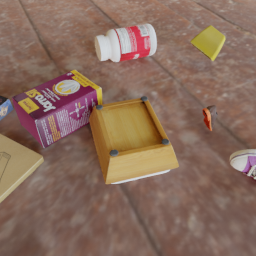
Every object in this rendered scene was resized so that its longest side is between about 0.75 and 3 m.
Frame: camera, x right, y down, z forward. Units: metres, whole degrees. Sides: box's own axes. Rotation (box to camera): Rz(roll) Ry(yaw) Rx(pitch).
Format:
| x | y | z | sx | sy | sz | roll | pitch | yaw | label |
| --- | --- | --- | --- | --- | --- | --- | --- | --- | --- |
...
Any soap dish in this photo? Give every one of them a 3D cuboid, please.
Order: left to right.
| x | y | z | sx | sy | sz | roll | pitch | yaw | label |
| --- | --- | --- | --- | --- | --- | --- | --- | --- | --- |
| 0.054 | 0.188 | 6.686 | 1.694 | 0.874 | 2.153 | -11 | 44 | -11 | soap dish |

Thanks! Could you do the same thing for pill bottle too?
| x | y | z | sx | sy | sz | roll | pitch | yaw | label |
| --- | --- | --- | --- | --- | --- | --- | --- | --- | --- |
| -0.097 | -2.910 | 9.702 | 1.963 | 1.102 | 1.102 | -14 | 46 | -13 | pill bottle |

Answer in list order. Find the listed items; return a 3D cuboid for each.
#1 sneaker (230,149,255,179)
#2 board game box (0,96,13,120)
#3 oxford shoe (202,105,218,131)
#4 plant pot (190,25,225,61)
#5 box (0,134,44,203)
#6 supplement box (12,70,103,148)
| x | y | z | sx | sy | sz | roll | pitch | yaw | label |
| --- | --- | --- | --- | --- | --- | --- | --- | --- | --- |
| 3.067 | 1.109 | 5.923 | 1.829 | 0.663 | 1.043 | 14 | 49 | 14 | sneaker |
| -4.538 | -0.154 | 7.351 | 1.660 | 0.424 | 2.451 | 19 | 48 | 18 | board game box |
| 2.094 | -0.233 | 6.979 | 0.335 | 0.923 | 0.329 | -30 | 57 | 0 | oxford shoe |
| 2.666 | -2.801 | 9.133 | 0.890 | 0.785 | 0.889 | 42 | 18 | 11 | plant pot |
| -3.164 | 1.027 | 6.310 | 1.605 | 0.209 | 1.963 | 23 | 49 | 22 | box |
| -1.782 | -0.568 | 7.373 | 1.930 | 0.996 | 1.263 | -33 | 53 | -29 | supplement box |
